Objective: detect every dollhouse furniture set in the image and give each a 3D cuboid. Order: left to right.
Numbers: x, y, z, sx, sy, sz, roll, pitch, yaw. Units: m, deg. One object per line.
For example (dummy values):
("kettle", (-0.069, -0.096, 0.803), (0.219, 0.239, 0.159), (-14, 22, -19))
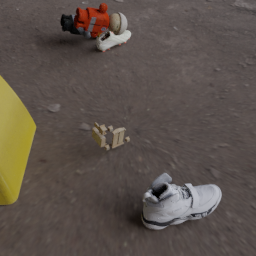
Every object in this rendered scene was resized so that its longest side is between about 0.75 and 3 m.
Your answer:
("dollhouse furniture set", (-0.361, 0.068, 6.452), (0.849, 0.724, 0.414), (-20, 50, -31))

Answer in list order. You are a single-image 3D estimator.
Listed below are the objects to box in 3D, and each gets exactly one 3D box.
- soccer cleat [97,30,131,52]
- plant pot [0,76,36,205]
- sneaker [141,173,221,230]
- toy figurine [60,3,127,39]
("soccer cleat", (-0.505, -3.376, 10.436), (1.518, 0.589, 0.526), (-33, 47, -22))
("plant pot", (-3.525, 0.000, 5.752), (2.424, 2.138, 2.424), (-2, 43, -3))
("sneaker", (1.000, 1.263, 5.165), (1.631, 0.937, 0.613), (-17, 42, -8))
("toy figurine", (-1.159, -4.501, 9.821), (1.853, 2.664, 2.623), (-3, 11, -28))
